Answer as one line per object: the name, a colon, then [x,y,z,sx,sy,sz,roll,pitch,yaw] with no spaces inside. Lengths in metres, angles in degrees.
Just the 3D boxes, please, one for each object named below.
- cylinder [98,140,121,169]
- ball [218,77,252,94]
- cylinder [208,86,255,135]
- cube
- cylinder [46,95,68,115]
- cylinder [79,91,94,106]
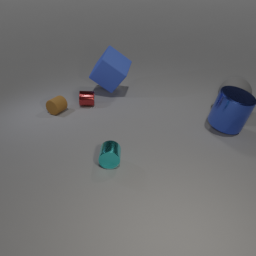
cylinder: [-0.591,0.878,9.219,0.700,0.700,0.700,0,29,1]
ball: [4.645,-1.509,12.195,1.400,1.400,1.400,0,29,0]
cylinder: [4.011,-0.702,10.887,1.400,1.400,1.400,9,37,-7]
cube: [-0.867,-2.914,13.948,1.400,1.400,1.400,33,42,-16]
cylinder: [-3.219,-1.034,12.651,0.700,0.700,0.700,15,32,25]
cylinder: [-1.953,-1.405,13.280,0.700,0.700,0.700,1,29,-7]
